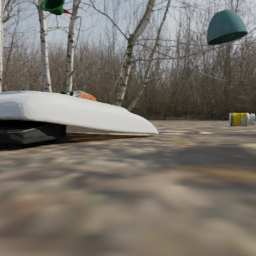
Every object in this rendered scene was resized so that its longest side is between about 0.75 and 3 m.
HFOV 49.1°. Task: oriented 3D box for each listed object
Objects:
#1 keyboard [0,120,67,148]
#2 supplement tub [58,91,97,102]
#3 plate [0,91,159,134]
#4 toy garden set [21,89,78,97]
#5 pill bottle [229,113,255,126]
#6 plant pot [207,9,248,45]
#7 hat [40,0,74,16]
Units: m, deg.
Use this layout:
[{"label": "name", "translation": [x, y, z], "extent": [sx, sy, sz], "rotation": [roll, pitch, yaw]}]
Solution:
[{"label": "keyboard", "translation": [-1.625, 0.051, 2.954], "extent": [1.915, 0.246, 1.150], "rotation": [1, 8, 15]}, {"label": "supplement tub", "translation": [-1.803, -0.588, 8.816], "extent": [1.115, 1.115, 1.819], "rotation": [-2, 2, -42]}, {"label": "plate", "translation": [-1.105, -0.164, 3.917], "extent": [2.348, 0.380, 2.353], "rotation": [2, -3, 35]}, {"label": "toy garden set", "translation": [-1.266, -0.444, 4.923], "extent": [1.120, 0.268, 1.343], "rotation": [2, -4, 1]}, {"label": "pill bottle", "translation": [3.988, -0.292, 9.814], "extent": [0.820, 0.468, 0.468], "rotation": [1, 2, 19]}, {"label": "plant pot", "translation": [2.807, -2.958, 8.116], "extent": [1.127, 0.759, 1.127], "rotation": [-10, 0, 0]}, {"label": "hat", "translation": [-2.574, -4.202, 10.301], "extent": [1.033, 0.856, 0.909], "rotation": [-11, -32, -1]}]
